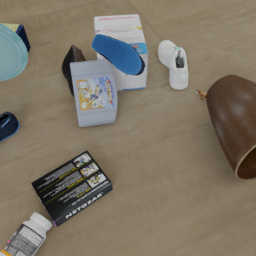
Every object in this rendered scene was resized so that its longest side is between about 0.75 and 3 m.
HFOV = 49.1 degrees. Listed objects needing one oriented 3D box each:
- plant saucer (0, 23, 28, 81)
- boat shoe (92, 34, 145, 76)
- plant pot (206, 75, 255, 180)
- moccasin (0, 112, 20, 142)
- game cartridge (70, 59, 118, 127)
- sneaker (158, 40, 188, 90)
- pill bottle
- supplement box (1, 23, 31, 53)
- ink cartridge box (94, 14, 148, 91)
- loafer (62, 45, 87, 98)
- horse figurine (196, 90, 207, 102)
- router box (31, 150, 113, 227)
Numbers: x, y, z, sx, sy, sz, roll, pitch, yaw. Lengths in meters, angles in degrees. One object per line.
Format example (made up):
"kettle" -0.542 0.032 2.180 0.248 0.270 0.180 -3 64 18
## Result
"plant saucer" -3.874 -2.149 7.825 2.034 0.279 2.034 15 60 -28
"boat shoe" -0.155 -1.990 7.418 0.664 0.814 1.934 9 32 -53
"plant pot" 3.325 -0.267 7.820 2.360 2.360 2.525 -17 51 -12
"moccasin" -4.503 0.222 8.380 0.971 0.823 2.412 38 62 20
"game cartridge" -1.018 -1.100 8.857 1.348 2.025 0.421 -7 12 -2
"sneaker" 1.766 -2.657 10.392 0.940 1.105 2.497 -10 54 -5
"pill bottle" -2.398 2.673 6.670 0.689 0.689 1.184 24 56 17
"supplement box" -4.879 -3.106 10.746 1.592 1.070 1.593 5 53 4
"ink cartridge box" -0.293 -2.723 10.091 1.658 1.650 2.260 -5 53 -4
"loafer" -1.704 -1.958 10.139 0.959 0.987 2.703 15 42 -37
"horse figurine" 2.834 -1.114 9.753 0.913 0.228 0.605 -1 36 10
"router box" -1.504 1.585 7.619 1.780 0.455 1.328 -30 59 -21
